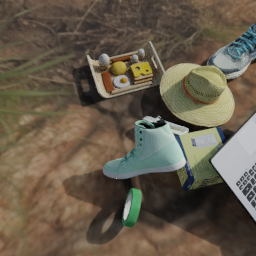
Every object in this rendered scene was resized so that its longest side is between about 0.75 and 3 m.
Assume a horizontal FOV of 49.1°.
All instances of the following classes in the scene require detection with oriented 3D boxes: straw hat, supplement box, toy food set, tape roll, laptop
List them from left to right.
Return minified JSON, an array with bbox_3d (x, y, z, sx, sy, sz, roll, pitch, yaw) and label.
[{"bbox_3d":[-0.060,-1.724,7.910,1.954,0.590,1.402,-16,62,-8],"label":"toy food set"},{"bbox_3d":[0.076,1.679,5.910,0.190,0.791,0.791,16,62,-7],"label":"tape roll"},{"bbox_3d":[1.705,0.716,6.492,1.125,0.756,1.126,-11,62,-6],"label":"supplement box"},{"bbox_3d":[1.972,-1.121,7.196,2.139,0.905,2.139,5,64,-10],"label":"straw hat"},{"bbox_3d":[3.571,0.860,5.630,2.534,1.568,2.706,-37,89,-31],"label":"laptop"}]

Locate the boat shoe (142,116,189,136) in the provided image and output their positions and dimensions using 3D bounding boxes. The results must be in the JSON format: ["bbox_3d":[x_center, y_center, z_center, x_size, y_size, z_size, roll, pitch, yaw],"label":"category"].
[{"bbox_3d":[0.935,-0.019,7.097,1.216,0.448,0.390,20,57,7],"label":"boat shoe"}]

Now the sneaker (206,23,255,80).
[{"bbox_3d":[3.378,-2.397,7.947,2.708,1.169,1.051,-31,65,-16],"label":"sneaker"}]

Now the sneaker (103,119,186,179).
[{"bbox_3d":[0.176,0.420,6.118,1.951,1.151,0.718,-14,13,27],"label":"sneaker"}]
